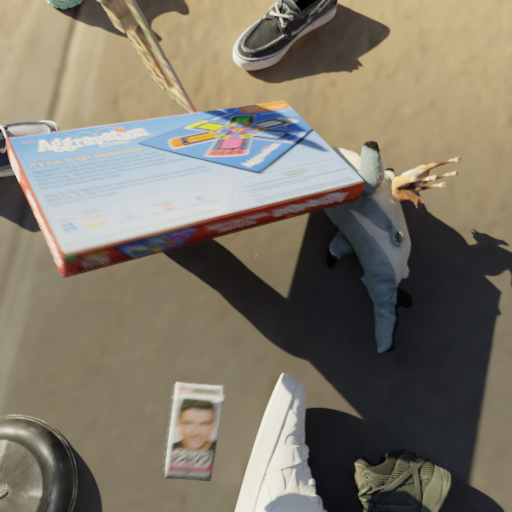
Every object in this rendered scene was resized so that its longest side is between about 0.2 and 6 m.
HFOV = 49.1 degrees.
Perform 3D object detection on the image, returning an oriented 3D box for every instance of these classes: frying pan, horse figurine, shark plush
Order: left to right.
[{"bbox_3d":[-3.949,4.164,8.149,2.184,0.588,3.610,11,70,4],"label":"frying pan"},{"bbox_3d":[1.821,-0.205,9.421,1.476,1.610,3.545,-17,85,21],"label":"shark plush"},{"bbox_3d":[2.458,-1.122,8.462,1.485,0.984,0.371,-36,110,-44],"label":"horse figurine"}]

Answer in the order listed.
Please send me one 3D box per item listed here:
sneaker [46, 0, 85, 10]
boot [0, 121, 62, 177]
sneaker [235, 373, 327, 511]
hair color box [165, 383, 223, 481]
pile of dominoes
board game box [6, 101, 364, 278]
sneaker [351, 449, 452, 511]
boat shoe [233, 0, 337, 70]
[{"bbox_3d":[-3.357,-6.375,10.988,1.160,1.290,2.988,18,74,6],"label":"sneaker"},{"bbox_3d":[-4.644,-1.902,9.695,2.432,1.099,0.885,-24,74,-7],"label":"boot"},{"bbox_3d":[0.700,3.464,7.984,1.868,1.191,3.232,14,79,6],"label":"sneaker"},{"bbox_3d":[-0.757,2.130,6.771,0.563,0.345,1.137,7,106,-8],"label":"hair color box"},{"bbox_3d":[-1.894,-3.299,8.804,0.360,2.263,1.764,-37,43,-7],"label":"pile of dominoes"},{"bbox_3d":[-0.882,-1.208,8.057,4.547,0.442,2.340,-16,54,-29],"label":"board game box"},{"bbox_3d":[1.725,3.826,8.053,1.330,0.888,2.322,30,72,11],"label":"sneaker"},{"bbox_3d":[0.578,-4.485,10.638,2.466,0.836,0.885,-35,76,-10],"label":"boat shoe"}]
